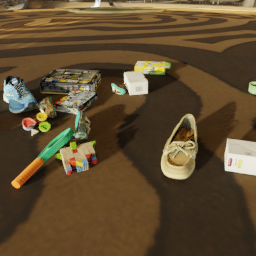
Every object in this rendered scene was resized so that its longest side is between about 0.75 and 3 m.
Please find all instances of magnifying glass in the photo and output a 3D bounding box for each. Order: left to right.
[{"bbox_3d":[-2.470,0.809,8.355,1.009,0.284,2.535,-25,21,40],"label":"magnifying glass"}]

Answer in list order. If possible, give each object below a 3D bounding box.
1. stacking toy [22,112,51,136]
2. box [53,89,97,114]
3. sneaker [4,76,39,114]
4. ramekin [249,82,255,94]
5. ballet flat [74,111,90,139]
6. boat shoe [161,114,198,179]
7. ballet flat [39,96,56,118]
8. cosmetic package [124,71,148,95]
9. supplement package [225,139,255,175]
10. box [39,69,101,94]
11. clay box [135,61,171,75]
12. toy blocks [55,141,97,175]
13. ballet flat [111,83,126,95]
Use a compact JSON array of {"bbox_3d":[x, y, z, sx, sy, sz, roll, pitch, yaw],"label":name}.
[{"bbox_3d":[-3.343,-0.053,10.334,0.950,0.401,0.860,-22,62,-29],"label":"stacking toy"},{"bbox_3d":[-2.235,-1.168,12.116,1.191,0.347,1.739,10,31,17],"label":"box"},{"bbox_3d":[-4.670,-1.473,11.758,1.066,1.224,2.721,-23,37,-34],"label":"sneaker"},{"bbox_3d":[6.165,-1.897,13.368,0.783,0.382,0.783,0,30,0],"label":"ramekin"},{"bbox_3d":[-1.632,-0.079,10.132,0.609,0.609,1.640,-2,32,-4],"label":"ballet flat"},{"bbox_3d":[1.630,0.503,8.628,1.016,0.869,2.772,7,30,13],"label":"boat shoe"},{"bbox_3d":[-3.332,-0.856,11.465,0.557,0.522,1.540,-13,37,-17],"label":"ballet flat"},{"bbox_3d":[0.366,-2.215,13.647,0.915,0.658,1.621,-7,31,-9],"label":"cosmetic package"},{"bbox_3d":[3.478,0.856,8.251,1.123,0.623,0.875,7,30,15],"label":"supplement package"},{"bbox_3d":[-2.774,-2.300,13.860,2.534,0.625,2.024,3,31,6],"label":"box"},{"bbox_3d":[1.423,-3.436,16.000,1.945,0.463,1.117,6,30,10],"label":"clay box"},{"bbox_3d":[-1.439,0.912,8.322,1.263,0.631,0.864,-13,43,-20],"label":"toy blocks"},{"bbox_3d":[-0.524,-1.813,13.197,0.918,0.309,0.323,33,75,29],"label":"ballet flat"}]
